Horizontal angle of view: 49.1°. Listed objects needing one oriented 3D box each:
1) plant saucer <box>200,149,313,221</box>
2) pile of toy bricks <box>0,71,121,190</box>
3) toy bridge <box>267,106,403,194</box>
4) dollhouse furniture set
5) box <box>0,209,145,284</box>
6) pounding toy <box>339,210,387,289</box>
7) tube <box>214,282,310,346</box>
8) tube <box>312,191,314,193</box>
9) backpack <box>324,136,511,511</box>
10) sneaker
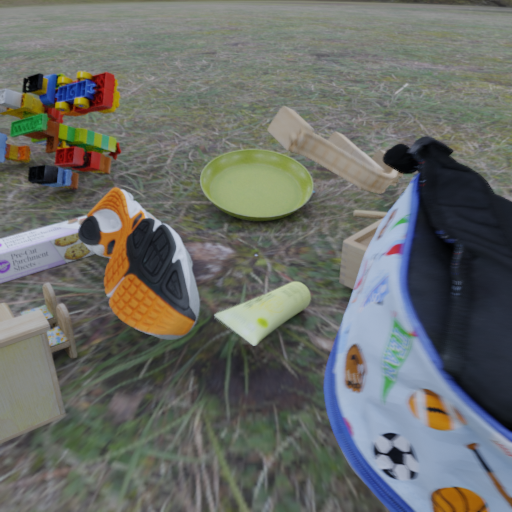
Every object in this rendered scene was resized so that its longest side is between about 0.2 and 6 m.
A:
[{"bbox_3d":[0.006,-1.353,11.012,2.206,0.343,2.206,3,44,-3],"label":"plant saucer"},{"bbox_3d":[-4.037,-2.583,12.280,4.326,2.400,2.136,4,-2,39],"label":"pile of toy bricks"},{"bbox_3d":[1.736,-1.691,10.050,3.804,0.518,1.279,5,38,-51],"label":"toy bridge"},{"bbox_3d":[-2.977,0.964,6.462,1.669,1.265,1.905,-19,35,-30],"label":"dollhouse furniture set"},{"bbox_3d":[-3.085,-0.248,9.295,2.680,0.555,0.518,-19,35,-31],"label":"box"},{"bbox_3d":[2.122,-0.078,8.675,1.639,0.854,1.866,26,39,37],"label":"pounding toy"},{"bbox_3d":[0.176,0.726,7.335,0.480,0.430,1.656,-10,6,35],"label":"tube"},{"bbox_3d":[0.397,-1.577,11.784,0.677,0.441,1.748,-29,46,-29],"label":"tube"},{"bbox_3d":[2.056,0.970,4.697,3.438,2.648,3.275,27,29,9],"label":"backpack"},{"bbox_3d":[-1.299,0.155,7.733,1.218,1.480,3.218,-49,39,5],"label":"sneaker"}]
